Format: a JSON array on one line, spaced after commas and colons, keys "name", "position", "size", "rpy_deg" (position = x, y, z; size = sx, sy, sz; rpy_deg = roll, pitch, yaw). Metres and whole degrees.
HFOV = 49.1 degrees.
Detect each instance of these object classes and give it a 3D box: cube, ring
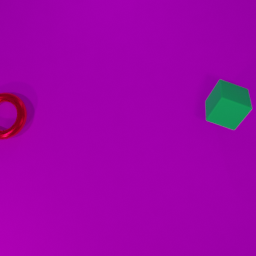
[{"name": "cube", "position": [2.657, -0.621, 7.501], "size": [0.847, 0.847, 0.847], "rpy_deg": [19, 44, -4]}, {"name": "ring", "position": [-3.620, -0.351, 8.138], "size": [1.407, 0.281, 1.407], "rpy_deg": [-1, 80, 6]}]
